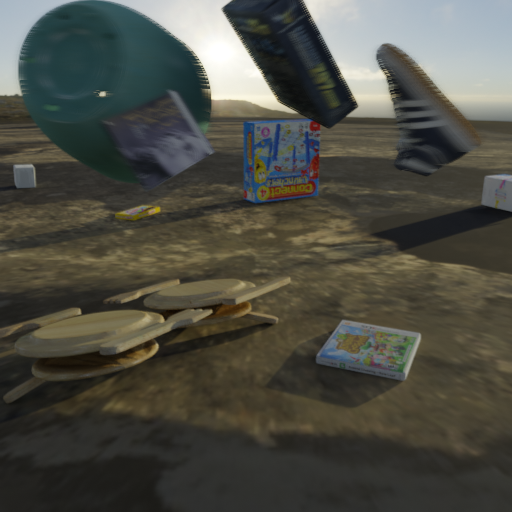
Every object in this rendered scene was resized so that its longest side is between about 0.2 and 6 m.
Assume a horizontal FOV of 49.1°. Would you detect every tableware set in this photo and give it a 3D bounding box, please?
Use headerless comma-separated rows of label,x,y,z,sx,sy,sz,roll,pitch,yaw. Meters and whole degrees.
tableware set,-1.190,0.881,6.637,2.202,0.668,3.332,-3,7,34

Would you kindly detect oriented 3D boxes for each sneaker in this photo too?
sneaker,2.653,-2.450,9.884,1.327,2.446,0.857,-38,15,36

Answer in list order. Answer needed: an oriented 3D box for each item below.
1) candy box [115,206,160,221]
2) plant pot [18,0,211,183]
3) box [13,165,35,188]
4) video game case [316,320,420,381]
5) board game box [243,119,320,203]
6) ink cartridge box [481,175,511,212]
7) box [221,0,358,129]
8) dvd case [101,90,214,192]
candy box,-2.845,-1.041,13.485,0.539,0.139,1.055,6,18,25
plant pot,-2.357,-2.673,8.857,2.747,2.747,2.204,5,0,14
box,-7.036,-2.419,17.009,0.548,0.639,0.636,-6,19,-27
video game case,1.373,1.101,6.731,1.021,0.124,1.121,7,19,23
board game box,0.704,-2.591,15.165,2.122,2.078,0.593,-10,20,-28
ink cartridge box,6.466,-1.572,14.111,0.784,0.764,1.220,-9,19,-27
box,0.486,-3.352,9.299,0.666,2.058,2.610,-38,29,1
dvd case,-1.100,-1.371,6.533,0.096,0.890,1.197,-23,13,46
